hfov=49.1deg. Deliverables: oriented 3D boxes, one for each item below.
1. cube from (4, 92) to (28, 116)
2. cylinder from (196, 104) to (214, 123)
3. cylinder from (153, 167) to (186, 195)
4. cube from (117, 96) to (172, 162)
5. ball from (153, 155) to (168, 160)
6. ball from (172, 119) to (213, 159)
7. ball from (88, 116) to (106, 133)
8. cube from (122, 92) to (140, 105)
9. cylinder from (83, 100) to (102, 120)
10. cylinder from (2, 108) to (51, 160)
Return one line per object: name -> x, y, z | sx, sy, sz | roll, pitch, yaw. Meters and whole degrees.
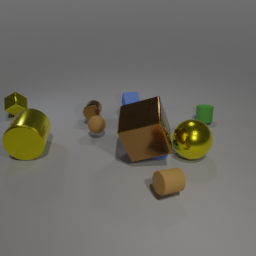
cube -> -5.020, -1.063, 12.553 | 0.700, 0.700, 0.700 | -25, 59, 18
cylinder -> 3.298, -0.617, 12.069 | 0.700, 0.700, 0.700 | 1, 15, 0
cylinder -> 1.173, 1.527, 8.046 | 0.700, 0.700, 0.700 | -5, 29, -26
cube -> 0.573, 0.037, 9.221 | 1.400, 1.400, 1.400 | -14, 38, 15
ball -> 1.097, 0.766, 9.812 | 0.700, 0.700, 0.700 | 0, 30, 0
ball -> 2.227, 0.392, 9.746 | 1.400, 1.400, 1.400 | 0, 30, 0
ball -> -1.227, -0.138, 10.985 | 0.700, 0.700, 0.700 | 0, 30, 0
cube -> 0.126, -1.180, 12.966 | 0.700, 0.700, 0.700 | -4, 56, -11
cylinder -> -1.512, -0.762, 12.006 | 0.700, 0.700, 0.700 | 2, 24, 4
cylinder -> -3.593, 0.202, 10.075 | 1.400, 1.400, 1.400 | -2, 29, -4
